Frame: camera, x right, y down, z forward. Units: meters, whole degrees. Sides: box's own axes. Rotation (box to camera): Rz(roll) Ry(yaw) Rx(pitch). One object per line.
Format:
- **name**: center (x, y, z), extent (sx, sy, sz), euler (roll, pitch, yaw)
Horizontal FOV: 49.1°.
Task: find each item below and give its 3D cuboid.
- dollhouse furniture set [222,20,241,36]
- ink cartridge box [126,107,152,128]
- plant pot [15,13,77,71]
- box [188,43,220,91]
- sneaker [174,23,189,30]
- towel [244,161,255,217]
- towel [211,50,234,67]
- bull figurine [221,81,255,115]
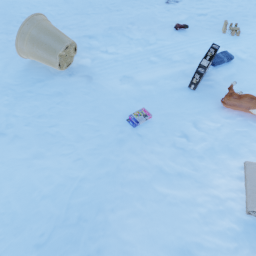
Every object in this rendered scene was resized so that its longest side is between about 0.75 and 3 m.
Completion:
- **dollhouse furniture set**: center (5.353, -5.192, 14.416), extent (0.848, 0.563, 0.743), euler (3, 51, 2)
- **ink cartridge box**: center (0.426, -0.412, 10.823), extent (0.911, 0.191, 0.543), euler (-31, 57, -21)
- **plant pot**: center (-3.425, -3.613, 12.359), extent (1.982, 2.165, 2.165), euler (31, 57, 10)
- **box**: center (3.190, -2.572, 11.778), extent (0.368, 1.356, 1.693), euler (30, 56, 10)
- **sneaker**: center (2.764, -5.243, 14.674), extent (0.781, 0.295, 0.451), euler (18, 58, 27)
- **towel**: center (4.349, 1.940, 8.822), extent (1.305, 0.339, 1.969), euler (9, 52, 7)
- **towel**: center (4.286, -3.210, 13.002), extent (1.193, 0.290, 0.666), euler (-21, 55, -18)
- **bull figurine**: center (4.858, -0.997, 10.930), extent (2.320, 0.756, 1.409), euler (19, 52, 13)
